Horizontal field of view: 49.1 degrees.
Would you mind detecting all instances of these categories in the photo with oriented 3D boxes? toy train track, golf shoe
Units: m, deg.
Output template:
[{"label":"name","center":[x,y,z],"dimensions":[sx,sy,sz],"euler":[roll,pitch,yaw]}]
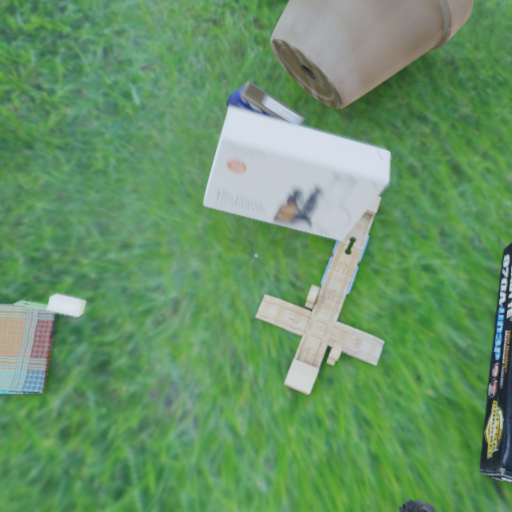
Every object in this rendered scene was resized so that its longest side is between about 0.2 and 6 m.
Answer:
[{"label":"toy train track","center":[1.234,0.411,8.564],"dimensions":[1.952,0.554,3.403],"euler":[21,70,8]},{"label":"golf shoe","center":[2.073,4.567,6.769],"dimensions":[1.412,1.162,2.988],"euler":[14,76,-6]}]

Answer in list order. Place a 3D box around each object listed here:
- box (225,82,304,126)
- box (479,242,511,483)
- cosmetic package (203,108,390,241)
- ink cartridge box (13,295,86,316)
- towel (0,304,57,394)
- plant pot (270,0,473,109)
[{"label":"box","center":[0.065,-2.119,8.223],"dimensions":[0.912,1.505,0.244],"euler":[29,93,-15]},{"label":"box","center":[4.876,1.647,7.924],"dimensions":[2.841,0.822,3.574],"euler":[14,70,5]},{"label":"cosmetic package","center":[0.503,-1.090,8.044],"dimensions":[2.280,1.719,0.589],"euler":[13,60,-7]},{"label":"ink cartridge box","center":[-2.868,0.656,7.861],"dimensions":[0.873,0.635,0.209],"euler":[15,86,-12]},{"label":"towel","center":[-4.016,1.370,8.377],"dimensions":[1.879,0.204,1.378],"euler":[1,70,0]},{"label":"plant pot","center":[1.634,-3.922,9.307],"dimensions":[2.840,2.840,2.464],"euler":[42,92,15]}]
